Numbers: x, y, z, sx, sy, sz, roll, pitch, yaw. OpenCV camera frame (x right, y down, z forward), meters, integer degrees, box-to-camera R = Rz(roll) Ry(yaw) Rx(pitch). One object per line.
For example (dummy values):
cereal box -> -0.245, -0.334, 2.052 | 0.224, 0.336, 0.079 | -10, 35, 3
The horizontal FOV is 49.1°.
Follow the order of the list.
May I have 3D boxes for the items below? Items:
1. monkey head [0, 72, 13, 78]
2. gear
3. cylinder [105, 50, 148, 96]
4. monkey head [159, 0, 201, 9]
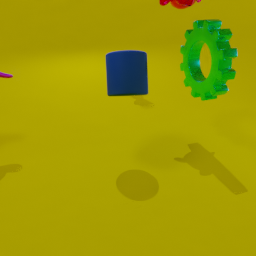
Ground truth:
monkey head -> -3.446, -1.200, 6.128 | 1.616, 0.974, 1.163 | -21, 24, -12
gear -> 1.743, -1.517, 6.331 | 0.323, 1.746, 1.746 | -9, 30, -17
cylinder -> -0.020, -1.093, 5.754 | 0.849, 0.849, 0.849 | -2, 5, 0
monkey head -> 1.295, -3.168, 6.380 | 1.166, 0.839, 0.703 | -27, 36, -11
